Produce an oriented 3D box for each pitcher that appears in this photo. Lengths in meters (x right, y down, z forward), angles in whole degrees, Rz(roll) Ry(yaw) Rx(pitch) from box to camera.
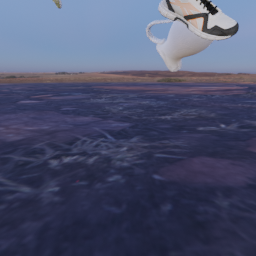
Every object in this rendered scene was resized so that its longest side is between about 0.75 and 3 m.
[{"bbox_3d":[1.897,-3.499,10.236,1.506,2.131,2.484,-53,9,-32],"label":"pitcher"}]

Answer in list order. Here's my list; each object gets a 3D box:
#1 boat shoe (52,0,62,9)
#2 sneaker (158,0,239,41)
[{"bbox_3d":[-2.645,-4.706,10.160,0.314,0.873,0.271,36,68,24],"label":"boat shoe"},{"bbox_3d":[1.571,-2.664,6.296,2.012,0.805,0.742,33,56,18],"label":"sneaker"}]
